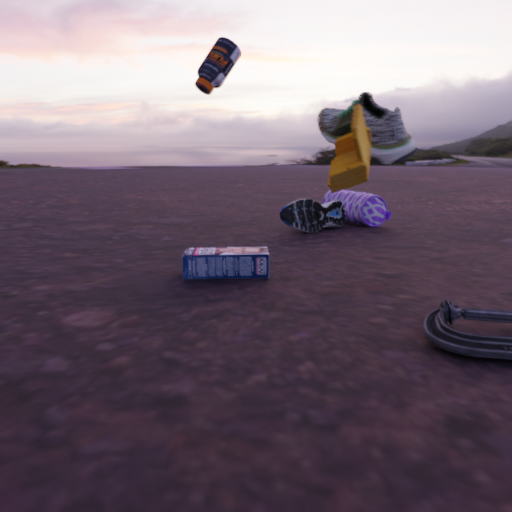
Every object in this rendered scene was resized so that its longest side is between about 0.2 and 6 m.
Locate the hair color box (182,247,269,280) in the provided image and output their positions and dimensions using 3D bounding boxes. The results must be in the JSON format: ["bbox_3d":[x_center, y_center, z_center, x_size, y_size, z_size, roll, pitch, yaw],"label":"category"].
[{"bbox_3d":[-0.478,0.106,8.963,1.354,0.410,0.677,0,12,-2],"label":"hair color box"}]

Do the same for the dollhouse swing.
[{"bbox_3d":[1.462,-1.819,9.351,0.963,0.932,1.060,-17,41,31],"label":"dollhouse swing"}]

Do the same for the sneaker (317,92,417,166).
[{"bbox_3d":[2.414,-3.121,12.542,1.148,1.322,2.984,-27,37,-20],"label":"sneaker"}]

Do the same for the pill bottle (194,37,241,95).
[{"bbox_3d":[-0.877,-4.138,12.311,0.644,1.213,0.644,28,-12,6],"label":"pill bottle"}]

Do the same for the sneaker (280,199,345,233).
[{"bbox_3d":[1.261,-0.907,13.564,2.044,0.801,0.919,-2,-4,-44],"label":"sneaker"}]

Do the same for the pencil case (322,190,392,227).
[{"bbox_3d":[2.561,-1.264,14.742,0.889,0.872,2.079,25,1,-26],"label":"pencil case"}]

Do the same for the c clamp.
[{"bbox_3d":[2.872,0.788,6.146,2.167,0.293,1.851,2,17,4],"label":"c clamp"}]
